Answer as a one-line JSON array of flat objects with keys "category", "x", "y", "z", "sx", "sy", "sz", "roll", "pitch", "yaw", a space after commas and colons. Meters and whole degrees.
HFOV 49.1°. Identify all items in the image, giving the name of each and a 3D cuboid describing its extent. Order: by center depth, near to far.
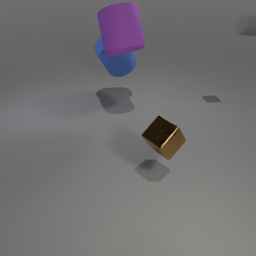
[{"category": "cube", "x": 0.901, "y": 0.244, "z": 7.009, "sx": 0.700, "sy": 0.700, "sz": 0.700, "roll": -49, "pitch": 50, "yaw": -7}, {"category": "cylinder", "x": -0.226, "y": -3.312, "z": 9.514, "sx": 1.400, "sy": 1.400, "sz": 1.400, "roll": -11, "pitch": 8, "yaw": 2}, {"category": "cylinder", "x": 4.282, "y": -3.618, "z": 9.852, "sx": 0.700, "sy": 0.700, "sz": 0.700, "roll": -1, "pitch": 29, "yaw": -14}, {"category": "cylinder", "x": -0.494, "y": -3.115, "z": 11.800, "sx": 1.400, "sy": 1.400, "sz": 1.400, "roll": -10, "pitch": 60, "yaw": 18}]
